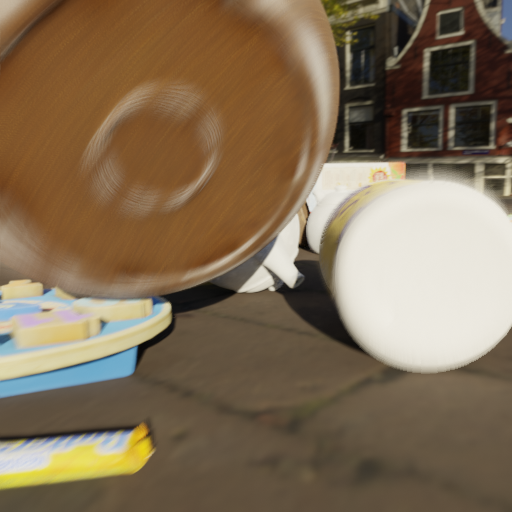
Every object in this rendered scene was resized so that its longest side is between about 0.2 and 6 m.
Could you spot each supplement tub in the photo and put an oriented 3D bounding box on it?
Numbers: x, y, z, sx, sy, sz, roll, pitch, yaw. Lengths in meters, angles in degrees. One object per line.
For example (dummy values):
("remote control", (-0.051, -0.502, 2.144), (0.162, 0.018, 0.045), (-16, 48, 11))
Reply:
("supplement tub", (1.153, 0.027, 4.398), (1.252, 1.252, 1.722), (0, 8, 1))

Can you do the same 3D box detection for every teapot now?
("teapot", (-0.050, -0.070, 6.317), (1.424, 1.054, 1.443), (-26, 14, 31))
("teapot", (1.519, -0.662, 9.565), (1.488, 1.087, 1.468), (-1, 16, 24))

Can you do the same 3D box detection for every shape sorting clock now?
("shape sorting clock", (-2.145, 0.443, 3.886), (3.076, 0.603, 3.076), (0, 8, 0))

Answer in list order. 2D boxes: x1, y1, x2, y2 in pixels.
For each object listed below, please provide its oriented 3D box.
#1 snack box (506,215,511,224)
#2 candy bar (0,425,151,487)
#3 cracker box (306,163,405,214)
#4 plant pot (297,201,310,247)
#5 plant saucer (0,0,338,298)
("snack box", (5.253, -0.399, 10.161), (1.524, 0.568, 2.143), (4, 9, 29))
("candy bar", (-1.065, 0.884, 2.418), (1.208, 0.134, 0.301), (-2, 8, -10))
("cracker box", (2.267, -1.382, 13.363), (2.451, 1.641, 0.707), (2, 8, 16))
("plant pot", (0.400, -0.712, 10.596), (1.158, 1.328, 1.328), (-16, 5, 11))
("plant saucer", (-0.574, -0.628, 3.108), (2.417, 2.417, 0.388), (-3, 36, -22))
